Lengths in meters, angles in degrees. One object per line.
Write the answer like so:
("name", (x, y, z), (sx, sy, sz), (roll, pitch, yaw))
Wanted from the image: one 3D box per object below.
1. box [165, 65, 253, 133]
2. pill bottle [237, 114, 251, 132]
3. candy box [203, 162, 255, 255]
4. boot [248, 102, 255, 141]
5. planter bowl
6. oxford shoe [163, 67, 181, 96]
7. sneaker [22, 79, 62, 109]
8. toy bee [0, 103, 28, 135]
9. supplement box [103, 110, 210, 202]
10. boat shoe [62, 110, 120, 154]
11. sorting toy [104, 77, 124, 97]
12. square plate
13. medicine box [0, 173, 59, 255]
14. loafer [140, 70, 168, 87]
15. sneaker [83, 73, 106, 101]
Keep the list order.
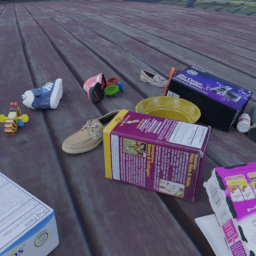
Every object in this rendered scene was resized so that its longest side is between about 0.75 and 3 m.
("box", (3.223, -1.283, 11.286), (2.837, 1.119, 2.002), (31, 39, 22))
("pill bottle", (4.409, -0.213, 10.641), (0.464, 0.464, 0.827), (13, 33, 19))
("candy box", (2.961, 2.078, 5.663), (1.897, 0.849, 2.782), (-6, 54, -10))
("boot", (5.594, -0.263, 10.358), (2.200, 0.878, 2.420), (11, 27, 28))
("planter bowl", (1.416, -0.257, 10.233), (2.293, 0.955, 2.293), (0, 32, 0))
("oxford shoe", (1.934, -1.905, 12.322), (0.522, 1.440, 0.513), (18, 23, 2))
("sneaker", (-3.840, -1.587, 12.457), (1.590, 0.875, 2.172), (3, 37, -4))
("toy bee", (-4.386, -0.470, 10.671), (1.062, 0.882, 1.622), (-13, 34, -18))
("supplement box", (0.781, 0.700, 7.915), (2.674, 1.750, 1.380), (13, 34, 19))
("boat shoe", (-1.215, 0.062, 9.828), (0.914, 0.828, 2.566), (26, 40, 36))
("sorting toy", (-0.625, -1.856, 13.347), (0.854, 0.583, 1.421), (-11, 42, 11))
("square plate", (2.421, 2.505, 6.475), (1.319, 0.188, 1.307), (-8, 33, -13))
("medicine box", (-2.999, 2.239, 5.979), (2.225, 1.145, 2.026), (22, 38, 30))
("loafer", (1.324, -2.542, 14.344), (1.716, 0.539, 0.617), (25, 39, 34))
("sneaker", (-1.661, -1.817, 13.148), (0.995, 0.845, 2.294), (-11, 27, 13))
